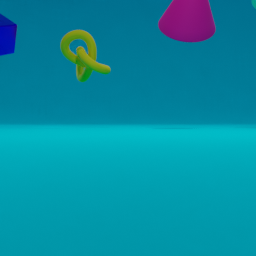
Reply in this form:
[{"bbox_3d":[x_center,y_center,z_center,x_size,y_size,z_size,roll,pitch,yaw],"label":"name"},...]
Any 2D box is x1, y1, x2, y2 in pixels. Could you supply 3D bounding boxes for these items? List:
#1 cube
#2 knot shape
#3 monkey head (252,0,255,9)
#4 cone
[{"bbox_3d":[-3.878,-2.686,8.001,0.920,0.920,0.920,35,37,16],"label":"cube"},{"bbox_3d":[-1.333,-2.235,9.311,1.702,0.841,1.819,33,-28,23],"label":"knot shape"},{"bbox_3d":[4.426,-3.300,8.146,1.817,1.307,1.095,21,39,15],"label":"monkey head"},{"bbox_3d":[1.324,-2.690,5.797,1.279,1.279,1.284,0,-40,-1],"label":"cone"}]
